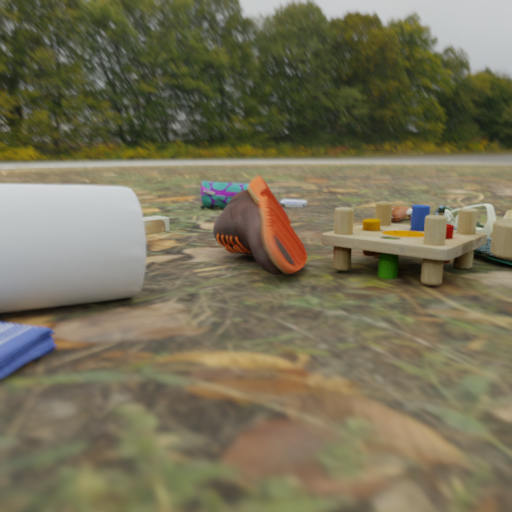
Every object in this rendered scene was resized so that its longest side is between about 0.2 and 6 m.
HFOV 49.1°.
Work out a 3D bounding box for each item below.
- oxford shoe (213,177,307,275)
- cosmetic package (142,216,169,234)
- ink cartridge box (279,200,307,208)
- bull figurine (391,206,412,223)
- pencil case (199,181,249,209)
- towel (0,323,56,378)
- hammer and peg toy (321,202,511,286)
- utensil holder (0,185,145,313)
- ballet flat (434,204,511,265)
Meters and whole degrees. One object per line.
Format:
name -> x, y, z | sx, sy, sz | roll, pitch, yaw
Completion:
oxford shoe -> -0.019, -0.319, 9.560 | 1.257, 1.233, 3.465 | -33, 17, 7
cosmetic package -> -2.446, -0.680, 12.575 | 0.902, 0.321, 0.475 | -11, 17, -43
ink cartridge box -> 1.140, -1.615, 17.339 | 0.748, 0.176, 0.739 | 2, 14, 16
bull figurine -> 3.601, -1.090, 14.372 | 0.714, 0.383, 1.176 | 7, 13, 35
pencil case -> -0.666, -1.732, 16.263 | 1.967, 0.837, 0.909 | 4, -1, 20
towel -> -3.230, 0.968, 5.269 | 2.180, 0.260, 1.578 | 2, 14, 17
hammer and peg toy -> 2.770, -0.206, 8.763 | 2.907, 1.025, 2.138 | 9, 13, 35
utensil holder -> -2.518, -0.129, 7.052 | 1.885, 1.602, 1.602 | -5, 13, -29
ballet flat -> 4.157, -0.388, 9.704 | 1.056, 1.056, 2.845 | -8, 15, -34
